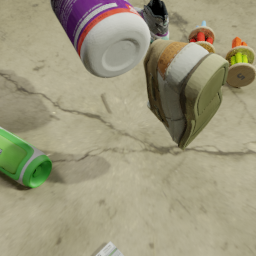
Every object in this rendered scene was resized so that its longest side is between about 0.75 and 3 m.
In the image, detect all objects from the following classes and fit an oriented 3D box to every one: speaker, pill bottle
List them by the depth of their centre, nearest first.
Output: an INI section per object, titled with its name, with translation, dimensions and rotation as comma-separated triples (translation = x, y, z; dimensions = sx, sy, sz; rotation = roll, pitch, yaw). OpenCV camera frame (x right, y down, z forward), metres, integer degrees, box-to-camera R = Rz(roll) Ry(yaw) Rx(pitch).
[pill bottle]
translation = -0.723, -2.414, 5.946
dimensions = 1.466, 1.466, 2.608
rotation = -22, 64, -16
[speaker]
translation = -3.030, 0.665, 7.181
dimensions = 2.177, 0.963, 0.963
rotation = 26, 57, 19

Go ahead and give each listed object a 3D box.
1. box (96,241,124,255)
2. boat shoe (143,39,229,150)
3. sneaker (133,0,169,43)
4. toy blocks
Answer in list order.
[box]
translation = -0.327, 2.916, 5.920
dimensions = 0.787, 0.162, 0.614
rotation = 38, 61, 26
[boat shoe]
translation = 0.885, -0.462, 4.541
dimensions = 0.951, 2.779, 1.039
rotation = 38, 78, 20
[sneaker]
translation = 0.817, -4.506, 10.670
dimensions = 0.967, 1.740, 2.487
rotation = -28, 57, -20
[toy blocks]
translation = 3.225, -2.761, 9.799
dimensions = 2.272, 0.990, 2.725
rotation = 8, 53, 7
